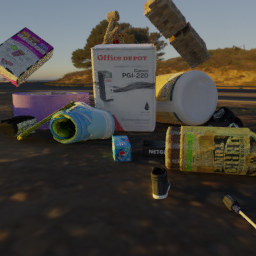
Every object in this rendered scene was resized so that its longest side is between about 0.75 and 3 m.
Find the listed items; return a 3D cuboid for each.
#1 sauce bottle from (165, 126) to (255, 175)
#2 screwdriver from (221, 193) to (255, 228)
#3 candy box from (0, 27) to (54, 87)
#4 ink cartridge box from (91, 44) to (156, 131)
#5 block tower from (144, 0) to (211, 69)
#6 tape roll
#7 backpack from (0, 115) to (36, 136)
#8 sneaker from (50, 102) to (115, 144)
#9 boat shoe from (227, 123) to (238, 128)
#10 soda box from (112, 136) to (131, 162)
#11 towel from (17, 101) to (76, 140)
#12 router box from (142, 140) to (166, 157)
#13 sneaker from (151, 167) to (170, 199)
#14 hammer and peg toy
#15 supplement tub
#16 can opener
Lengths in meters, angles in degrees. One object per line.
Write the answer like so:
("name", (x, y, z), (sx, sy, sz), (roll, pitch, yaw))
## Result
("sauce bottle", (2.083, 0.413, 5.153), (2.758, 0.893, 0.893), (0, 10, 12))
("screwdriver", (1.427, 1.078, 3.491), (0.169, 0.162, 1.160), (28, 6, -5))
("candy box", (-2.855, -1.932, 7.514), (1.470, 1.002, 0.448), (-54, 1, -34))
("ink cartridge box", (-0.076, -1.353, 9.369), (2.022, 2.776, 1.177), (1, 18, 7))
("block tower", (1.531, -3.030, 8.670), (0.724, 0.775, 2.680), (-28, -50, 32))
("tape roll", (-2.918, -0.767, 10.872), (2.838, 1.206, 2.838), (-1, 10, 0))
("backpack", (-3.319, -0.075, 8.672), (0.821, 0.773, 1.006), (3, 29, 31))
("sneaker", (-1.797, -0.217, 8.347), (1.689, 1.029, 2.587), (-7, 12, -42))
("boat shoe", (2.594, 0.243, 6.707), (2.162, 0.678, 0.785), (-9, 14, -41))
("soda box", (-0.159, 0.453, 6.481), (0.373, 0.353, 1.099), (-1, 11, -5))
("towel", (-2.354, -0.201, 8.132), (1.822, 0.164, 0.784), (-37, 8, -25))
("router box", (0.809, 0.480, 6.636), (0.934, 0.239, 0.697), (1, 10, 7))
("sneaker", (0.525, 0.783, 4.476), (0.293, 0.412, 0.830), (0, 9, 8))
("hammer and peg toy", (-0.675, -3.650, 12.722), (0.982, 2.784, 2.048), (1, 44, 27))
("supplement tub", (1.765, -1.100, 10.469), (1.895, 1.895, 2.620), (-6, 8, -29))
("can opener", (2.949, -0.315, 10.246), (0.774, 0.960, 2.441), (-48, 28, -19))
